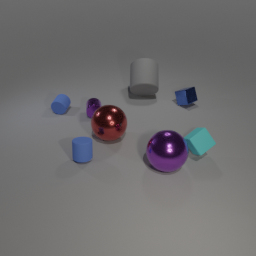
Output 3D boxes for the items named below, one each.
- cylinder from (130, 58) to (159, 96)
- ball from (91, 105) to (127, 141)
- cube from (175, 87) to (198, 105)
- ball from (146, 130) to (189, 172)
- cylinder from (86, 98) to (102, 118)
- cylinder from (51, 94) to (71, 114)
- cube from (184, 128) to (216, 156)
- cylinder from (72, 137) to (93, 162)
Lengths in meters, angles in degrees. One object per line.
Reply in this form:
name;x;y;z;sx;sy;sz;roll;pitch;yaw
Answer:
cylinder;0.803;-2.480;13.812;1.400;1.400;1.400;1;71;1
ball;-0.722;-0.196;10.762;1.400;1.400;1.400;0;32;0
cube;2.763;-1.514;13.300;0.700;0.700;0.700;-22;13;-31
ball;1.303;0.760;9.321;1.400;1.400;1.400;0;32;0
cylinder;-1.517;-0.888;12.516;0.700;0.700;0.700;-4;33;-7
cylinder;-3.066;-1.090;12.796;0.700;0.700;0.700;6;37;9
cube;2.484;0.458;9.796;0.700;0.700;0.700;-36;5;-7
cylinder;-1.600;0.745;9.821;0.700;0.700;0.700;2;20;-1
